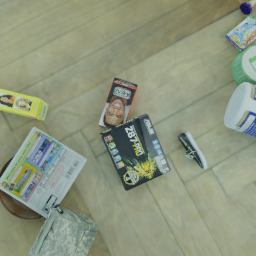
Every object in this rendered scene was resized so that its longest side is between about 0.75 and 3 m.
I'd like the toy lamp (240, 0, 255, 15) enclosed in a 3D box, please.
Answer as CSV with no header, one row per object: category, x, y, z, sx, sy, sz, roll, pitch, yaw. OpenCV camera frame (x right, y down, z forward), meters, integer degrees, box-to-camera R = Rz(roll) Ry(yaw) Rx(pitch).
toy lamp,5.224,-5.258,10.857,2.023,0.589,0.589,-43,85,-3

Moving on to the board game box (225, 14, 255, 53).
board game box,4.539,-3.638,10.804,1.290,0.222,0.873,-40,85,-5

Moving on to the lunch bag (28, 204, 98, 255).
lunch bag,-2.159,3.585,8.997,1.388,1.671,1.992,21,81,38

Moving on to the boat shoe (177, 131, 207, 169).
boat shoe,2.288,0.858,10.069,0.517,0.559,1.514,-27,83,-7

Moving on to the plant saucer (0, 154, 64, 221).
plant saucer,-3.369,2.008,9.971,2.441,0.446,2.441,0,84,-2

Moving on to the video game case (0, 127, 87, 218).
video game case,-2.969,1.534,9.679,2.186,0.265,2.401,31,86,2

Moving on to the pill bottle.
pill bottle,4.975,-0.352,9.666,2.790,1.670,1.670,21,83,3

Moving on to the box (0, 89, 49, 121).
box,-4.444,-0.972,10.062,2.884,1.085,0.723,13,84,0

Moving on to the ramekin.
ramekin,4.744,-2.270,10.352,1.589,0.776,1.589,0,83,0

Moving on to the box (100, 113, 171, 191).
box,0.270,0.842,9.812,1.793,0.546,2.224,-23,100,-5

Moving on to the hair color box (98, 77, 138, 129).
hair color box,-0.347,-0.819,10.277,0.936,0.564,1.843,18,85,1
